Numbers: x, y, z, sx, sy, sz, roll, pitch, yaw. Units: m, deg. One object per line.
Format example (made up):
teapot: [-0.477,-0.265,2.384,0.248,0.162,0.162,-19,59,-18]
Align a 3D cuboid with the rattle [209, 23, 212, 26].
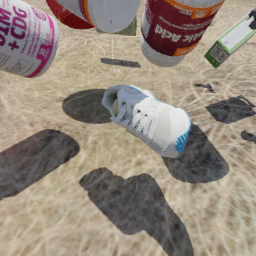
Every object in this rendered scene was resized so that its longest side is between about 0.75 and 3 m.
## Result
rattle: [2.610,-3.926,9.534,0.656,0.918,0.598,17,72,17]

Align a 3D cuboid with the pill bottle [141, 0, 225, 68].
pill bottle: [1.163,-2.685,6.634,1.594,2.791,1.594,2,74,-6]

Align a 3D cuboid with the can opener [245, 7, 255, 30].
can opener: [3.452,-2.941,6.442,0.550,1.644,0.438,46,51,-8]

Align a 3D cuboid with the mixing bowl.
mixing bowl: [-1.336,-3.737,8.132,2.435,1.319,2.435,-7,-4,-1]

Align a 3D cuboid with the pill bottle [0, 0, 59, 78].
pill bottle: [-3.064,-2.163,5.862,1.626,1.626,2.869,33,15,38]

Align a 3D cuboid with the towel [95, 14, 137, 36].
towel: [-0.540,-4.607,11.813,1.937,1.437,0.353,11,44,16]

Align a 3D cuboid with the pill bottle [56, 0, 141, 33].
pill bottle: [-0.705,-2.389,4.716,0.994,0.994,1.814,-26,51,-32]

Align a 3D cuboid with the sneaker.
sneaker: [0.237,-0.167,5.003,0.947,0.897,2.344,9,16,-26]

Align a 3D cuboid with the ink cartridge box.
ink cartridge box: [3.328,-2.774,8.472,1.991,1.034,0.590,-41,85,-12]
